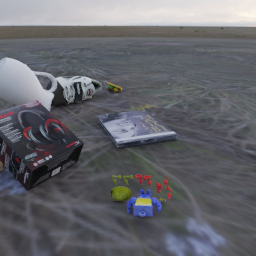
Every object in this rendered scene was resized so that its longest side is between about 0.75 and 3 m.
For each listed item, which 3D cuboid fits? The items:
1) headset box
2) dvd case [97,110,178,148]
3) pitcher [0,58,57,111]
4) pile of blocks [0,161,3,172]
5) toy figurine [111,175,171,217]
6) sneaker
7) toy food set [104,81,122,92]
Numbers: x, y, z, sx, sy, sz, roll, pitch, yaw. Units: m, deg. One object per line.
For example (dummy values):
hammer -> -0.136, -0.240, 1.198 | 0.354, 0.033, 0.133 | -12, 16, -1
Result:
headset box -> -2.131, 0.228, 6.078 | 1.869, 0.701, 1.389 | 40, 39, 19
dvd case -> 0.177, -0.061, 8.528 | 1.758, 0.189, 2.364 | -7, 23, -17
pitcher -> -3.168, -1.403, 8.772 | 1.191, 1.964, 1.685 | -11, 51, 35
pile of blocks -> -3.005, 0.840, 6.114 | 0.404, 0.305, 0.983 | -1, 22, -3
toy figurine -> 0.186, 1.232, 4.833 | 1.113, 0.587, 0.667 | 2, 27, 7
sneaker -> -2.037, -1.542, 11.054 | 1.267, 1.060, 2.862 | 8, 23, 24
toy food set -> -0.706, -1.831, 12.866 | 0.608, 0.337, 1.033 | 14, 11, -39
